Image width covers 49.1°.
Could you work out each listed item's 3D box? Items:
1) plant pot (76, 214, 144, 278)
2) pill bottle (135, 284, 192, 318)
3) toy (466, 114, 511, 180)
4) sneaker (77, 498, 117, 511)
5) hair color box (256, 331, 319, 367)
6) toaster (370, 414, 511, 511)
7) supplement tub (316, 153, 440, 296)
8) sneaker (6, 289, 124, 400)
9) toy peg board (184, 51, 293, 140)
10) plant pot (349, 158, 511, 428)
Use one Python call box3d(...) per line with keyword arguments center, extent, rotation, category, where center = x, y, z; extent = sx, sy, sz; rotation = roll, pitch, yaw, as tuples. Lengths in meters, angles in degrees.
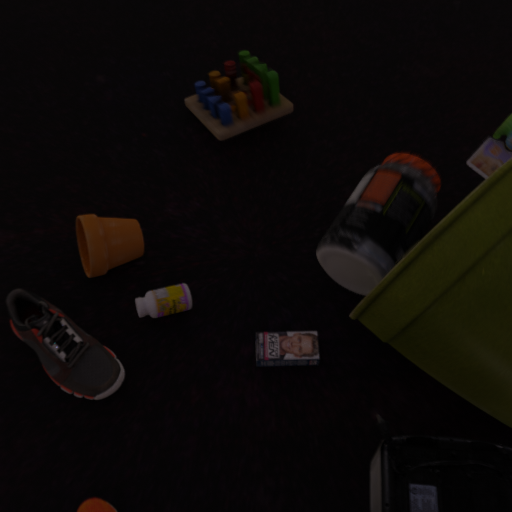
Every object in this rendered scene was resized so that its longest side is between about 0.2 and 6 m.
box3d(center=(-2.371, -0.218, 9.174), extent=(0.920, 1.005, 1.005), rotation=(-11, 58, -25), category="plant pot")
box3d(center=(-1.452, 0.723, 8.781), extent=(0.826, 0.430, 0.430), rotation=(-13, 59, -18), category="pill bottle")
box3d(center=(4.603, -1.136, 8.045), extent=(2.685, 0.634, 1.546), rotation=(45, 102, 20), category="toy")
box3d(center=(-1.806, 3.944, 6.713), extent=(0.750, 0.792, 2.054), rotation=(-17, 59, -8), category="sneaker")
box3d(center=(0.468, 1.412, 8.519), extent=(0.943, 0.285, 0.472), rotation=(-1, 59, -1), category="hair color box")
box3d(center=(2.324, 3.158, 6.952), extent=(1.781, 1.169, 1.969), rotation=(4, 59, 2), category="toaster")
box3d(center=(2.022, -0.536, 9.005), extent=(1.323, 1.323, 2.160), rotation=(30, 68, 17), category="supplement tub")
box3d(center=(-2.934, 1.269, 8.229), extent=(2.248, 0.921, 0.866), rotation=(31, 64, 17), category="sneaker")
box3d(center=(-0.396, -3.162, 10.694), extent=(1.605, 0.788, 1.612), rotation=(-25, 47, -16), category="toy peg board")
box3d(center=(3.407, 0.827, 7.510), extent=(3.102, 3.102, 2.986), rotation=(-38, 75, -20), category="plant pot")
